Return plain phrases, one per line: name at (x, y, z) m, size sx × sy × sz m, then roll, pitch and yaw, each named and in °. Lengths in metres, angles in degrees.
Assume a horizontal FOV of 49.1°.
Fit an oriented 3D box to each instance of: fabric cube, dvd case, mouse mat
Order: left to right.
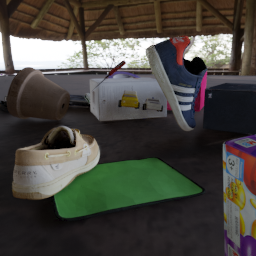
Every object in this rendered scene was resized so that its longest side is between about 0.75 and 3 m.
dvd case at (-2.578, -1.369, 13.894) m, size 2.635 × 0.326 × 1.980 m, roll 7°, pitch 15°, yaw 23°
mouse mat at (-0.139, 0.911, 4.775) m, size 2.330 × 0.088 × 1.875 m, roll -4°, pitch 13°, yaw -20°
fabric cube at (2.464, -1.763, 12.460) m, size 1.814 × 1.780 × 1.808 m, roll 6°, pitch 16°, yaw 21°

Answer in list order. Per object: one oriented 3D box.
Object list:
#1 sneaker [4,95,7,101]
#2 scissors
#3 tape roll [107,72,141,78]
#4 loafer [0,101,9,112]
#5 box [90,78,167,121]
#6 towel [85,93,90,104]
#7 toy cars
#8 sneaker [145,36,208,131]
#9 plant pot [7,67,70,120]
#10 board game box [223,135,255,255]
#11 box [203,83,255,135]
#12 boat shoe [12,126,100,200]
sneaker at (-5.624, -1.349, 13.355) m, size 0.330 × 0.538 × 0.826 m, roll 4°, pitch 14°, yaw 15°
scissors at (-0.507, -1.353, 7.277) m, size 1.228 × 0.086 × 0.449 m, roll -43°, pitch 23°, yaw -3°
tape roll at (-0.170, -2.157, 14.620) m, size 2.030 × 0.862 × 2.030 m, roll 9°, pitch 33°, yaw -6°
loafer at (-5.041, -0.917, 11.724) m, size 1.248 × 0.438 × 0.424 m, roll 11°, pitch 17°, yaw 39°
box at (-0.044, -1.177, 10.760) m, size 2.582 × 1.373 × 1.966 m, roll -4°, pitch 14°, yaw -15°
towel at (-0.680, -1.247, 12.591) m, size 2.327 × 0.357 × 1.736 m, roll 3°, pitch 16°, yaw -18°
toy cars at (0.436, -0.846, 8.891) m, size 1.064 × 0.525 × 2.373 m, roll 9°, pitch 5°, yaw 38°
sneaker at (1.546, -1.066, 7.292) m, size 1.238 × 2.930 × 1.098 m, roll -24°, pitch 45°, yaw 12°
plant pot at (-3.010, -1.039, 9.890) m, size 1.641 × 1.882 × 1.882 m, roll 19°, pitch 16°, yaw 7°
board game box at (1.908, 0.915, 1.747) m, size 1.317 × 1.340 × 2.556 m, roll -10°, pitch 15°, yaw -14°
box at (3.651, -0.707, 8.957) m, size 1.780 × 1.284 × 2.398 m, roll 9°, pitch 16°, yaw 32°
boat shoe at (-1.131, 0.389, 5.009) m, size 0.909 × 0.853 × 2.466 m, roll 2°, pitch 13°, yaw 12°
